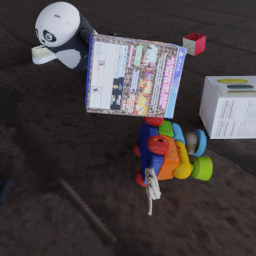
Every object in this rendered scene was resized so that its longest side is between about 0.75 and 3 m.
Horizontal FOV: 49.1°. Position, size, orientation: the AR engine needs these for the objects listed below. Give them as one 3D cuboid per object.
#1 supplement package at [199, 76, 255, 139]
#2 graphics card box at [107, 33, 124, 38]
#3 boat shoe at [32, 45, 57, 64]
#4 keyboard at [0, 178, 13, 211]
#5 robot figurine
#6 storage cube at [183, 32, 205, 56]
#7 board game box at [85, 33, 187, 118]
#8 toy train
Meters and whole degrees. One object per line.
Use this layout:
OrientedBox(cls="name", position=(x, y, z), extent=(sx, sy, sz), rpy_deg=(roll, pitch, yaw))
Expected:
OrientedBox(cls="supplement package", position=(3.236, -0.630, 8.213), extent=(1.821, 1.372, 1.382), rpy_deg=(-1, 35, -1))
OrientedBox(cls="graphics card box", position=(-1.197, -4.265, 14.140), extent=(2.053, 0.522, 1.288), rpy_deg=(-20, 39, -25))
OrientedBox(cls="boat shoe", position=(-3.588, -3.683, 13.151), extent=(0.812, 0.700, 2.257), rpy_deg=(15, 38, 21))
OrientedBox(cls="keyboard", position=(-3.109, 1.580, 6.015), extent=(0.797, 0.304, 1.532), rpy_deg=(-1, 34, -2))
OrientedBox(cls="robot figurine", position=(-1.485, -2.312, 7.432), extent=(1.529, 2.035, 1.270), rpy_deg=(-25, 57, 17))
OrientedBox(cls="storage cube", position=(3.193, -4.055, 13.578), extent=(0.791, 0.880, 0.752), rpy_deg=(-33, 47, -28))
OrientedBox(cls="board game box", position=(0.092, -1.182, 6.366), extent=(2.001, 1.595, 0.969), rpy_deg=(4, 22, -12))
OrientedBox(cls="toy train", position=(1.129, 0.889, 6.360), extent=(1.726, 1.263, 2.983), rpy_deg=(10, 34, -9))
